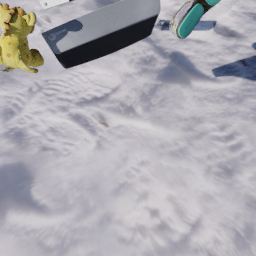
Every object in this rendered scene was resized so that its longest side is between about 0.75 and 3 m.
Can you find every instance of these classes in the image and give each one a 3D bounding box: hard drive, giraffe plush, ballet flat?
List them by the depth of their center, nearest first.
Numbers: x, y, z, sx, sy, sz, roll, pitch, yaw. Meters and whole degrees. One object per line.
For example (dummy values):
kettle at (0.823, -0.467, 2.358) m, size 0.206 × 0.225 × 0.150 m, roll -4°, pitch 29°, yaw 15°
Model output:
giraffe plush at (-2.060, -1.672, 5.083) m, size 1.130 × 1.062 × 1.309 m, roll 6°, pitch 24°, yaw -19°
hard drive at (-0.491, -2.023, 6.036) m, size 2.427 × 1.637 × 0.514 m, roll -23°, pitch 89°, yaw -5°
ballet flat at (2.042, -3.673, 8.084) m, size 2.392 × 0.860 × 0.860 m, roll -48°, pitch 60°, yaw 7°

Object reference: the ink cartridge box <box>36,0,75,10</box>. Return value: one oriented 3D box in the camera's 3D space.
ink cartridge box at (-2.072, -3.967, 8.633) m, size 1.608 × 0.315 × 0.800 m, roll 9°, pitch 36°, yaw 40°
